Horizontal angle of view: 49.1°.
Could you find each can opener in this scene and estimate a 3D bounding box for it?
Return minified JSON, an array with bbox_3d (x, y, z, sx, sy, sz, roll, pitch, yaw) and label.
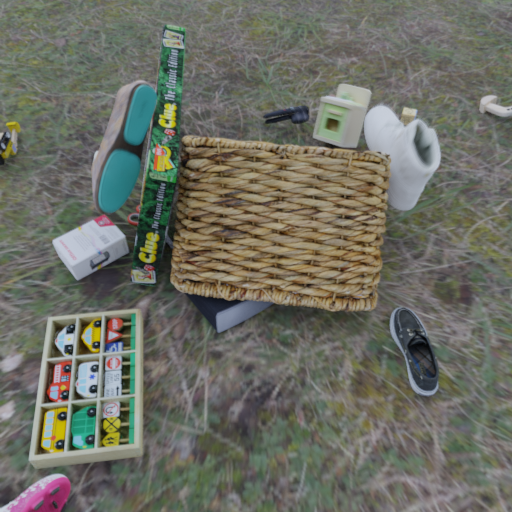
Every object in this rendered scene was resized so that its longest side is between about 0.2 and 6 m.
[{"bbox_3d":[0.764,-3.593,14.270,1.204,0.382,0.473,-1,36,14],"label":"can opener"}]

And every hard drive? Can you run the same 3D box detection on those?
[{"bbox_3d":[-0.248,0.488,10.892,2.058,0.436,1.388,-29,54,-23],"label":"hard drive"}]

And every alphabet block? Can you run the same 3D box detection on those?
[{"bbox_3d":[3.990,-3.634,14.666,0.346,0.340,0.338,14,48,13],"label":"alphabet block"}]

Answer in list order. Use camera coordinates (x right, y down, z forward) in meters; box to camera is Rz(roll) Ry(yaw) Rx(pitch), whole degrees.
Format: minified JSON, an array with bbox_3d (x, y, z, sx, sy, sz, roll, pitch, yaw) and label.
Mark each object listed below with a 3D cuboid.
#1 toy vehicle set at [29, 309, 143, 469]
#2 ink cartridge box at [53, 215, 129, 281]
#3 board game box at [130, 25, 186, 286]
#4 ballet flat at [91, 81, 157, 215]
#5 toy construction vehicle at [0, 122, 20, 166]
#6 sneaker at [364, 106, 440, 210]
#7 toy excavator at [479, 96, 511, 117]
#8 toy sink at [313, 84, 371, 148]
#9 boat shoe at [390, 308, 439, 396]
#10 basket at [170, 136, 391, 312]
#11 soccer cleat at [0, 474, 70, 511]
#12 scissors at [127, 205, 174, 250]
[{"bbox_3d":[-2.771,2.134,9.474,1.666,0.356,2.682,-6,48,-5],"label":"toy vehicle set"},{"bbox_3d":[-3.364,-0.190,11.445,1.220,0.522,0.901,-32,55,-23],"label":"ink cartridge box"},{"bbox_3d":[-2.002,-2.301,11.725,0.631,2.817,5.376,6,45,-11],"label":"board game box"},{"bbox_3d":[-2.396,-1.898,9.827,0.805,0.815,2.395,20,88,41],"label":"ballet flat"},{"bbox_3d":[-6.658,-2.571,13.620,1.602,0.648,1.840,-11,45,5],"label":"toy construction vehicle"},{"bbox_3d":[2.967,-2.353,11.180,0.933,1.464,2.533,-3,60,-15],"label":"sneaker"},{"bbox_3d":[6.930,-3.779,14.566,1.695,0.847,1.648,-13,48,0],"label":"toy excavator"},{"bbox_3d":[2.050,-3.415,13.543,0.908,1.393,0.780,28,24,34],"label":"toy sink"},{"bbox_3d":[2.836,1.573,9.873,0.612,0.505,1.783,-5,48,-4],"label":"boat shoe"},{"bbox_3d":[0.443,-0.705,11.209,3.960,2.950,2.826,4,8,1],"label":"basket"},{"bbox_3d":[-3.649,3.840,7.644,1.006,0.814,2.331,20,48,28],"label":"soccer cleat"},{"bbox_3d":[-2.051,-0.589,12.077,1.759,0.123,0.643,32,53,24],"label":"scissors"}]
